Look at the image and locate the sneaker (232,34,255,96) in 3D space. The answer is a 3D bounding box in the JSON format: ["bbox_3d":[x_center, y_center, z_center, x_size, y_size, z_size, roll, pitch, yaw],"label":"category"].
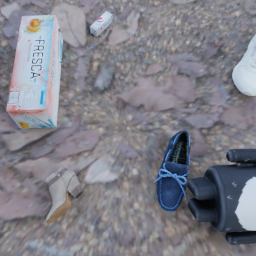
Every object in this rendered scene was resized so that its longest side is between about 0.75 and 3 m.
[{"bbox_3d":[3.485,-1.942,7.469,0.873,1.162,2.333,22,68,9],"label":"sneaker"}]

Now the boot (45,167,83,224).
[{"bbox_3d":[-1.602,1.465,6.356,1.133,0.398,0.828,-42,65,-18],"label":"boot"}]

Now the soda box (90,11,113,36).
[{"bbox_3d":[-0.796,-3.171,8.520,0.257,0.276,0.810,34,70,15],"label":"soda box"}]

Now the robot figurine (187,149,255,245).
[{"bbox_3d":[2.396,1.419,5.774,2.218,1.667,1.384,-3,46,-1],"label":"robot figurine"}]

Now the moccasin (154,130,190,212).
[{"bbox_3d":[1.023,0.911,6.420,0.771,0.653,1.916,8,65,4],"label":"moccasin"}]

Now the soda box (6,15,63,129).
[{"bbox_3d":[-2.334,-1.502,7.329,0.951,1.023,2.990,-1,65,-1],"label":"soda box"}]
